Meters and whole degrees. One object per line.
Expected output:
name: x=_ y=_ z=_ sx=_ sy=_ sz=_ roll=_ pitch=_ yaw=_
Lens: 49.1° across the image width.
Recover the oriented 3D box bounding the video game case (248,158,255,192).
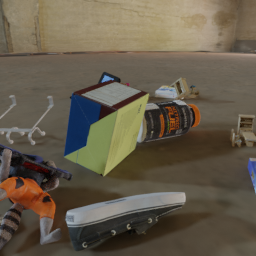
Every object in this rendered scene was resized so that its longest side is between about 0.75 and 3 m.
video game case: x=3.912 y=1.281 z=7.197 sx=1.349 sy=0.338 sz=1.489 roll=4 pitch=20 yaw=13

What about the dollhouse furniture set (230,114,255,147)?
dollhouse furniture set: x=4.213 y=0.098 z=9.787 sx=1.144 sy=0.810 sz=1.245 roll=4 pitch=20 yaw=11

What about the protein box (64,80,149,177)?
protein box: x=-0.600 y=-0.111 z=8.176 sx=1.384 sy=2.037 sz=2.052 roll=23 pitch=27 yaw=19

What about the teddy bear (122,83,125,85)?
teddy bear: x=-1.038 y=-2.413 z=17.122 sx=1.691 sy=0.779 sz=2.332 roll=-4 pitch=11 yaw=-32

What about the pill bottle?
pill bottle: x=1.386 y=-0.303 z=10.143 sx=2.474 sy=1.314 sz=1.314 roll=-10 pitch=22 yaw=-25

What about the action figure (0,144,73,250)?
action figure: x=-2.525 y=1.175 z=5.875 sx=2.653 sy=1.388 sz=2.567 roll=29 pitch=3 yaw=-21

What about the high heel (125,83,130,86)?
high heel: x=-0.238 y=-2.863 z=18.781 sx=0.762 sy=0.257 sz=0.365 roll=-8 pitch=11 yaw=-7

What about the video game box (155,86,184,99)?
video game box: x=2.608 y=-2.137 z=16.614 sx=1.598 sy=0.411 sz=1.754 roll=9 pitch=22 yaw=18

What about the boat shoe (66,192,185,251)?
boat shoe: x=0.047 y=1.725 z=5.432 sx=2.477 sy=0.701 sz=0.850 roll=-5 pitch=-9 yaw=-24

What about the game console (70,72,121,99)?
game console: x=-1.821 y=-2.116 z=15.106 sx=1.474 sy=2.228 sz=2.533 roll=22 pitch=8 yaw=-30

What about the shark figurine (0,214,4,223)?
shark figurine: x=-2.791 y=1.943 z=4.978 sx=0.911 sy=0.637 sz=1.526 roll=-7 pitch=19 yaw=-13

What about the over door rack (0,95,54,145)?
over door rack: x=-3.942 y=-0.268 z=10.518 sx=1.782 sy=0.803 sz=2.412 roll=2 pitch=41 yaw=6

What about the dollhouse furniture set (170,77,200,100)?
dollhouse furniture set: x=3.169 y=-2.125 z=15.587 sx=1.260 sy=0.888 sz=0.883 roll=1 pitch=-25 yaw=-41
